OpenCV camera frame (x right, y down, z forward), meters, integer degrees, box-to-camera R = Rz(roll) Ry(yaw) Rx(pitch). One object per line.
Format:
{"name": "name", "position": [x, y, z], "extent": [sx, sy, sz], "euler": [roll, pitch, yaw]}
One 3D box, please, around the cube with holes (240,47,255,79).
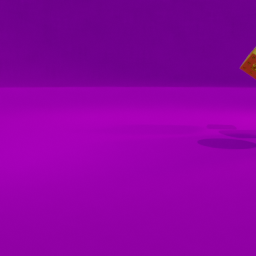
{"name": "cube with holes", "position": [4.010, -2.027, 8.486], "extent": [0.714, 0.714, 0.714], "euler": [37, -27, 7]}
